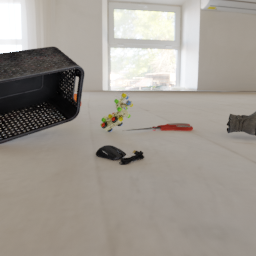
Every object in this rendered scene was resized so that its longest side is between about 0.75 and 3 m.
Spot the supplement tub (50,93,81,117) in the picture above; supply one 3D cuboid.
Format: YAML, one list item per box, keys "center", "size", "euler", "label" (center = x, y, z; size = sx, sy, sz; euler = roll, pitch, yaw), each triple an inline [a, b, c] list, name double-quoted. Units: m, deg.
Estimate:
- center: [-2.535, -0.938, 11.265]
  size: [1.209, 0.741, 0.741]
  euler: [-16, 4, 21]
  label: "supplement tub"

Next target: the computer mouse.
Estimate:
- center: [-0.147, 0.453, 5.441]
  size: [0.675, 0.221, 0.961]
  euler: [-11, 15, -40]
  label: "computer mouse"

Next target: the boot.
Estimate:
- center: [3.151, -0.285, 7.467]
  size: [0.891, 0.472, 1.353]
  euler: [9, 33, 26]
  label: "boot"

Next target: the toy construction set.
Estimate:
- center: [-0.405, -0.364, 8.184]
  size: [0.597, 0.850, 1.296]
  euler: [22, -42, -28]
  label: "toy construction set"

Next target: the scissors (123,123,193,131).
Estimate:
- center: [0.888, 0.006, 8.492]
  size: [2.272, 0.158, 0.831]
  euler: [-3, 12, -11]
  label: "scissors"

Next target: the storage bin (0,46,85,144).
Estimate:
- center: [-2.479, -0.867, 6.874]
  size: [2.510, 1.697, 1.177]
  euler: [-21, 50, -38]
  label: "storage bin"
